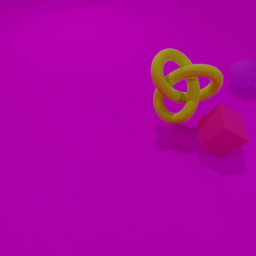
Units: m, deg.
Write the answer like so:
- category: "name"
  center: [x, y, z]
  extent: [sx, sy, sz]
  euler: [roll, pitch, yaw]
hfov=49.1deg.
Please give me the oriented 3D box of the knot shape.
- category: "knot shape"
  center: [1.549, -1.111, 7.327]
  extent: [1.822, 1.947, 0.900]
  euler: [-6, 18, 5]

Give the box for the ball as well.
- category: "ball"
  center: [3.772, -1.752, 9.119]
  extent: [0.936, 0.936, 0.936]
  euler: [0, 46, 0]

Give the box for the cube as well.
- category: "cube"
  center: [2.425, 0.074, 7.224]
  extent: [0.853, 0.853, 0.853]
  euler: [27, 45, -22]
